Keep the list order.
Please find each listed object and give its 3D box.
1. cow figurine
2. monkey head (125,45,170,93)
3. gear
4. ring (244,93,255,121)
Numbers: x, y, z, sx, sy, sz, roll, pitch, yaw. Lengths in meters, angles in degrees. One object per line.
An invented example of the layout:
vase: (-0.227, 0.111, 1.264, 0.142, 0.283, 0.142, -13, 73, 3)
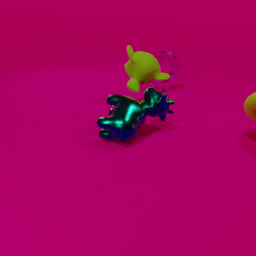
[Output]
cow figurine: (0.235, -0.308, 6.846, 1.652, 0.922, 1.679, 10, 50, 13)
monkey head: (0.404, -1.625, 8.119, 1.543, 0.930, 1.110, 32, 49, -18)
gear: (1.266, -1.971, 9.797, 1.366, 1.366, 0.253, -14, 28, -25)
ring: (3.542, -0.383, 6.210, 1.812, 0.362, 1.812, 16, -13, 4)
